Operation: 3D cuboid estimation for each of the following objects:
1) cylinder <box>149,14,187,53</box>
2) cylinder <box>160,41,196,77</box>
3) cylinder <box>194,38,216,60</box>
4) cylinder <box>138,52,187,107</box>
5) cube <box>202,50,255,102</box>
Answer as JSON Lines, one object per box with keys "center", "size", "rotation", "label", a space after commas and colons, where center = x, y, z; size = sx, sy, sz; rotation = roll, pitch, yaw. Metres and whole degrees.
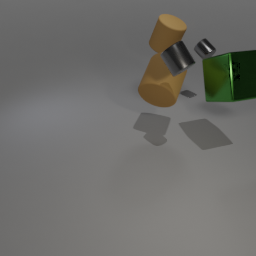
{"center": [1.873, -4.425, 13.330], "size": [1.400, 1.400, 1.400], "rotation": [12, 46, -13], "label": "cylinder"}
{"center": [1.342, -1.859, 7.549], "size": [0.700, 0.700, 0.700], "rotation": [-31, 0, 0], "label": "cylinder"}
{"center": [3.389, -3.446, 12.335], "size": [0.700, 0.700, 0.700], "rotation": [-26, 72, -37], "label": "cylinder"}
{"center": [1.228, -1.678, 9.897], "size": [1.400, 1.400, 1.400], "rotation": [13, 64, 21], "label": "cylinder"}
{"center": [3.325, -1.582, 8.684], "size": [1.400, 1.400, 1.400], "rotation": [-9, 8, -16], "label": "cube"}
